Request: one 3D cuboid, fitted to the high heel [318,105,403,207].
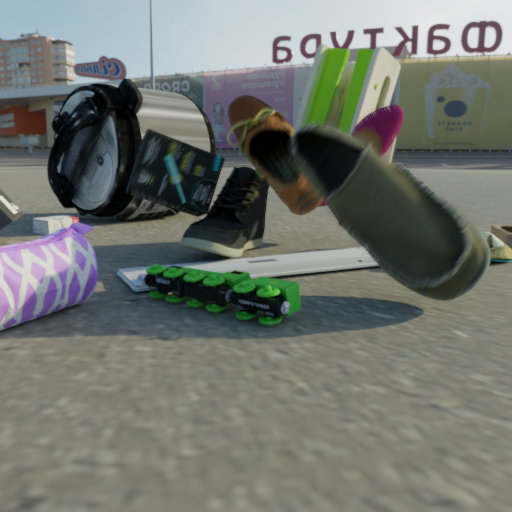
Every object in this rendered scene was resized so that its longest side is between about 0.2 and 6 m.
[{"bbox_3d":[1.604,-1.543,9.014,0.673,1.997,0.960,37,32,-5],"label":"high heel"}]

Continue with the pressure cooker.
[{"bbox_3d":[-3.282,-2.527,13.863,3.296,3.245,3.690,8,11,42],"label":"pressure cooker"}]

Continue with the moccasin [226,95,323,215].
[{"bbox_3d":[0.168,-1.807,9.120,0.987,2.698,1.042,-30,-37,11],"label":"moccasin"}]

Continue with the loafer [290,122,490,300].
[{"bbox_3d":[1.385,-0.629,6.786,1.082,1.168,3.105,17,23,-49],"label":"loafer"}]

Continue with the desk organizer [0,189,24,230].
[{"bbox_3d":[-4.864,-0.642,9.771,0.879,0.819,2.284,-40,17,-3],"label":"desk organizer"}]

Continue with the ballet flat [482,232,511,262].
[{"bbox_3d":[3.440,-0.125,8.731,1.566,0.554,0.554,-4,12,-19],"label":"ballet flat"}]

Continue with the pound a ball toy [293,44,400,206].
[{"bbox_3d":[1.919,-2.037,10.500,2.205,3.381,1.436,18,4,35],"label":"pound a ball toy"}]

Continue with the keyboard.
[{"bbox_3d":[0.176,0.144,8.260,4.214,0.225,1.186,-5,6,-24],"label":"keyboard"}]

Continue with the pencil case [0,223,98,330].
[{"bbox_3d":[-2.637,0.248,5.596,0.952,0.970,2.268,15,16,25],"label":"pencil case"}]

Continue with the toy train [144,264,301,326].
[{"bbox_3d":[-0.423,0.361,6.300,2.089,0.436,0.589,9,21,38],"label":"toy train"}]

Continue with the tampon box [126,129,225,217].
[{"bbox_3d":[-1.326,-1.301,9.059,1.305,0.978,0.824,19,-6,-15],"label":"tampon box"}]

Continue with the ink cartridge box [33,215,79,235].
[{"bbox_3d":[-4.272,-0.661,11.958,0.563,0.318,0.767,9,13,34],"label":"ink cartridge box"}]

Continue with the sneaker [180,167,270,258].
[{"bbox_3d":[-0.467,-0.801,9.265,0.983,1.396,2.627,12,10,13],"label":"sneaker"}]

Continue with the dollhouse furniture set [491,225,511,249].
[{"bbox_3d":[5.398,-0.883,10.532,1.596,1.301,1.518,2,11,9],"label":"dollhouse furniture set"}]
